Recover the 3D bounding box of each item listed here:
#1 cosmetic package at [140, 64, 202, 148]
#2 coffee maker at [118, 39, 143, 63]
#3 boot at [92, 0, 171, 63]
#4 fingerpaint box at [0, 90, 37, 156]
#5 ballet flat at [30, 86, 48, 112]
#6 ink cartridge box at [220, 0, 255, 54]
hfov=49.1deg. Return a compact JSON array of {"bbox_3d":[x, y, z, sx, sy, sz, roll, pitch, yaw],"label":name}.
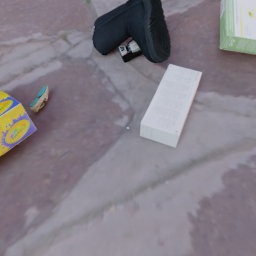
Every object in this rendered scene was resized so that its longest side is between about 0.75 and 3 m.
[{"bbox_3d":[1.230,-0.689,7.732,1.018,0.625,2.468,18,54,15],"label":"cosmetic package"},{"bbox_3d":[0.140,-2.466,9.165,0.776,0.746,0.523,-23,41,7],"label":"coffee maker"},{"bbox_3d":[0.004,-2.783,8.665,2.364,1.075,2.814,-23,62,35],"label":"boot"},{"bbox_3d":[-3.817,0.098,6.553,2.081,0.915,2.494,29,59,38],"label":"fingerpaint box"},{"bbox_3d":[-2.463,-0.806,7.944,0.317,0.317,0.912,15,54,12],"label":"ballet flat"},{"bbox_3d":[4.459,-3.233,8.878,2.975,0.713,2.165,10,63,1],"label":"ink cartridge box"}]
